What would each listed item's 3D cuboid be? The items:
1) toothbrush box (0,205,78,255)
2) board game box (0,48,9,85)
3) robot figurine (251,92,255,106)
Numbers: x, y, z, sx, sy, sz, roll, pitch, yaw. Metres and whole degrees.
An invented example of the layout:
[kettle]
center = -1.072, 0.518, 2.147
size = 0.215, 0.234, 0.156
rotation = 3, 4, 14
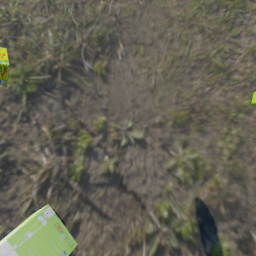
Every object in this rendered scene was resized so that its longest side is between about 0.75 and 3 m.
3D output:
[toothbrush box]
center = -1.789, 2.309, 5.213
size = 0.615, 1.429, 1.041
rotation = -35, 92, 28
[board game box]
center = -2.857, -1.409, 6.337
size = 0.230, 0.491, 0.966
rotation = 1, 35, -29
[robot figurine]
center = 2.784, -0.525, 5.303
size = 0.787, 0.897, 0.519
rotation = 0, 87, 36
